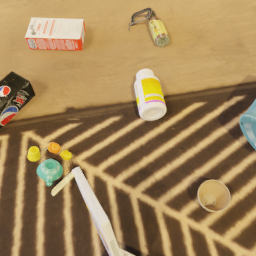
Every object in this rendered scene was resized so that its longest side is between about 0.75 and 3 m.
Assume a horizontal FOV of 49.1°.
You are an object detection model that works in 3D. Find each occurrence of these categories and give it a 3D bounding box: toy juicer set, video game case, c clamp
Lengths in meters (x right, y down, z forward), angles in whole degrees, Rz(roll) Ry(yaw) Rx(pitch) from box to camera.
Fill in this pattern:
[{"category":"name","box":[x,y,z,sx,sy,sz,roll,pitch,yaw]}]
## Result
[{"category":"toy juicer set","box":[-2.428,1.332,9.522,1.302,0.557,2.047,-21,56,-33]},{"category":"video game case","box":[-0.681,2.430,7.059,0.226,2.596,1.856,-25,41,-16]},{"category":"c clamp","box":[0.588,-5.248,13.435,1.293,0.175,1.105,-18,54,22]}]

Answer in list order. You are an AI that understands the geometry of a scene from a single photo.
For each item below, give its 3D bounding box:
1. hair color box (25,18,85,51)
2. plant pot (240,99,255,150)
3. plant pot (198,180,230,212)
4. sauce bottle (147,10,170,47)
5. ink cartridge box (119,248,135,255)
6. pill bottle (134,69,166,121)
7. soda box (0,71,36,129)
[{"category":"hair color box","box":[-3.250,-4.274,12.761,2.434,0.778,1.350,3,59,0]},{"category":"plant pot","box":[5.480,-0.364,9.295,2.789,2.969,2.969,-35,64,-3]},{"category":"plant pot","box":[2.633,2.211,8.826,0.977,0.656,0.977,0,61,1]},{"category":"sauce bottle","box":[1.343,-4.700,13.103,0.679,0.679,2.098,-11,57,-7]},{"category":"ink cartridge box","box":[0.038,4.006,7.613,1.301,0.552,0.947,17,48,22]},{"category":"pill bottle","box":[0.805,-1.332,10.804,1.018,1.018,1.954,-6,58,-4]},{"category":"soda box","box":[-4.898,-0.765,10.506,1.027,0.919,2.902,30,64,16]}]
